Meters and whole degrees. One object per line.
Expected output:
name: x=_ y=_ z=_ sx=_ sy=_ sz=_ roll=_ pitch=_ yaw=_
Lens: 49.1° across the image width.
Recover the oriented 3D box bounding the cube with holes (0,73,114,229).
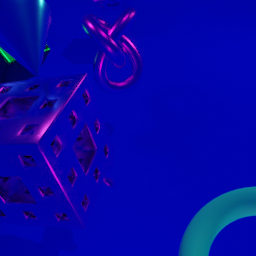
cube with holes: x=-1.147 y=0.281 z=3.618 sx=1.353 sy=1.353 sz=1.353 roll=-3 pitch=38 yaw=18

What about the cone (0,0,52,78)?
cone: x=-1.255 y=-1.000 z=3.482 sx=0.902 sy=0.902 sz=0.905 roll=-19 pitch=73 yaw=-15

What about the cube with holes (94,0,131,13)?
cube with holes: x=-0.555 y=-4.667 z=9.274 sx=1.159 sy=1.159 sz=1.159 roll=-8 pitch=7 yaw=3

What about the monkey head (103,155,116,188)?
monkey head: x=-0.572 y=0.600 z=4.690 sx=0.609 sy=1.011 sz=0.727 roll=-7 pitch=17 yaw=28

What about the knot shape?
knot shape: x=-0.352 y=-1.906 z=6.457 sx=0.953 sy=1.930 sz=2.062 roll=2 pitch=85 yaw=25

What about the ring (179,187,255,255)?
ring: x=0.853 y=0.859 z=1.914 sx=1.089 sy=0.218 sz=1.089 roll=-27 pitch=27 yaw=16

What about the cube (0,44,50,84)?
cube: x=-3.027 y=-1.958 z=7.172 sx=1.264 sy=1.264 sz=1.264 roll=52 pitch=48 yaw=-1
